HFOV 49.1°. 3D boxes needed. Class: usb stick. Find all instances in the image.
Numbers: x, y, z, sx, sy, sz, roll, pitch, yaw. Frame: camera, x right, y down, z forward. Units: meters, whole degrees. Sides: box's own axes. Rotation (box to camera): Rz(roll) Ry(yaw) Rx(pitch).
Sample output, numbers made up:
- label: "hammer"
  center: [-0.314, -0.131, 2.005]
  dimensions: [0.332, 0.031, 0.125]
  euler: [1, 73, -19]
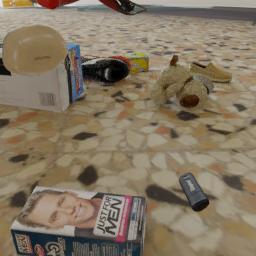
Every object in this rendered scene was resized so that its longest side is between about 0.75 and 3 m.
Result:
- label: "usb stick"
  center: [0.944, 0.911, 4.098]
  dimensions: [0.257, 0.151, 0.925]
  euler: [-35, 14, 7]

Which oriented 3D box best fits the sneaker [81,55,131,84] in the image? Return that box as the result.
- label: "sneaker"
  center: [-1.254, -2.469, 11.866]
  dimensions: [2.939, 1.039, 1.436]
  euler: [-3, 27, -8]

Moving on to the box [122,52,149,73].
- label: "box"
  center: [0.335, -3.181, 13.525]
  dimensions: [1.141, 0.696, 1.099]
  euler: [-5, 29, -7]

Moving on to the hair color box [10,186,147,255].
- label: "hair color box"
  center: [-0.760, 1.659, 4.827]
  dimensions: [2.099, 0.635, 1.050]
  euler: [3, 29, 6]

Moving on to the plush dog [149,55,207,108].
- label: "plush dog"
  center: [2.005, -1.481, 9.903]
  dimensions: [1.755, 1.639, 2.043]
  euler: [37, 40, 14]

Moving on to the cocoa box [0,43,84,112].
- label: "cocoa box"
  center: [-3.292, -1.943, 9.977]
  dimensions: [2.892, 1.928, 1.898]
  euler: [7, 30, 13]

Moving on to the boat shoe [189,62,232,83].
- label: "boat shoe"
  center: [3.580, -2.511, 12.254]
  dimensions: [1.975, 0.752, 0.708]
  euler: [16, 33, 27]

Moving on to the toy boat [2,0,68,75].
- label: "toy boat"
  center: [-2.403, -2.524, 7.393]
  dimensions: [1.047, 2.253, 1.894]
  euler: [37, 33, 28]

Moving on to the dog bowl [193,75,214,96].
- label: "dog bowl"
  center: [2.711, -1.529, 10.398]
  dimensions: [0.929, 0.929, 0.272]
  euler: [18, 63, 30]

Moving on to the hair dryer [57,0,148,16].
- label: "hair dryer"
  center: [-0.833, -3.690, 7.865]
  dimensions: [2.804, 2.135, 0.762]
  euler: [2, 70, 3]
